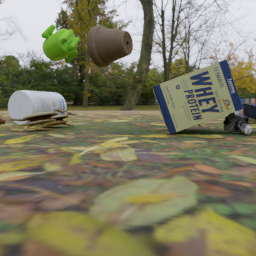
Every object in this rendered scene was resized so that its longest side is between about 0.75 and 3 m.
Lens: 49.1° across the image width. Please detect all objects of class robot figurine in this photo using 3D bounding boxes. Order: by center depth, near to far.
[{"bbox_3d":[-2.307,-2.786,9.477,1.486,0.860,1.304,-10,-44,43],"label":"robot figurine"}]

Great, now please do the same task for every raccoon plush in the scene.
[{"bbox_3d":[3.591,0.011,8.668,0.898,0.649,1.341,11,26,-19],"label":"raccoon plush"}]

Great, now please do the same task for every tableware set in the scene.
[{"bbox_3d":[-2.947,-0.199,10.393,1.739,0.527,2.630,-12,-2,4],"label":"tableware set"}]

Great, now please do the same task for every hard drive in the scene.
[{"bbox_3d":[4.584,-0.284,8.548,2.132,0.451,1.438,20,11,19],"label":"hard drive"}]

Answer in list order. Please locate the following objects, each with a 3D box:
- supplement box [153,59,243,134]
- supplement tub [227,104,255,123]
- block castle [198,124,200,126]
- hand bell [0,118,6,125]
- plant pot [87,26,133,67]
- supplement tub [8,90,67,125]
[{"bbox_3d":[2.152,-0.984,9.311,2.315,1.554,2.313,-20,3,6],"label":"supplement box"},{"bbox_3d":[5.783,-0.711,13.734,1.576,0.966,0.966,-1,5,-6],"label":"supplement tub"},{"bbox_3d":[2.534,-0.376,12.188,1.238,0.581,0.827,-3,10,4],"label":"block castle"},{"bbox_3d":[-6.673,-0.494,12.152,2.521,1.313,1.313,11,-1,-28],"label":"hand bell"},{"bbox_3d":[-0.516,-2.810,9.444,1.199,1.375,1.375,0,4,29],"label":"plant pot"},{"bbox_3d":[-4.169,-0.957,13.147,1.555,1.555,2.357,2,5,26],"label":"supplement tub"}]
